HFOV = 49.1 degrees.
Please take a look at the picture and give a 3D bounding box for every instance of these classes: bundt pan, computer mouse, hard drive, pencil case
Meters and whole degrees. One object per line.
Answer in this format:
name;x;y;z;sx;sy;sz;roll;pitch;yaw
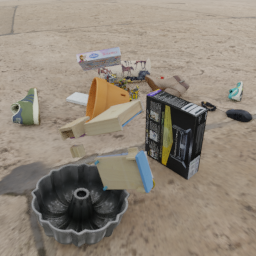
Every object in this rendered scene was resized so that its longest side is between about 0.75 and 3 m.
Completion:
bundt pan;-1.190;1.993;7.164;2.413;0.906;2.413;5;30;-3
computer mouse;4.242;-0.824;12.181;2.339;0.398;0.686;24;40;33
hard drive;-2.161;-1.366;13.236;1.259;0.165;0.831;14;35;22
pencil case;-0.178;-3.067;14.965;2.952;1.148;1.320;-5;49;-7

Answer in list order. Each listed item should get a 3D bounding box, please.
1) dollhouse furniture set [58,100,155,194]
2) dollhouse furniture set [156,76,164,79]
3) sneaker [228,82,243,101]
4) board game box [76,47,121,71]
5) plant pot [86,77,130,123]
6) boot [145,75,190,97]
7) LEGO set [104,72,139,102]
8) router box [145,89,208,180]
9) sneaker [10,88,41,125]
dollhouse furniture set;-0.327;0.623;7.563;2.069;2.192;1.430;-10;16;30
dollhouse furniture set;1.837;-2.449;14.614;0.656;0.495;1.218;11;34;17
sneaker;5.247;-1.827;13.604;0.625;0.608;1.570;6;32;26
board game box;-1.114;-2.740;11.269;1.661;0.342;1.657;-10;0;-2
plant pot;-0.801;-0.896;11.085;1.396;1.994;1.994;9;30;-16
boot;1.958;-2.187;13.686;1.464;0.703;2.002;-31;61;-10
LEGO set;-0.328;-2.100;13.517;1.446;1.089;1.880;-13;35;-19
router box;1.405;0.194;8.769;0.615;2.356;1.853;-28;43;-35
sneaker;-4.406;-0.981;11.945;1.165;0.870;2.594;-5;36;-17
